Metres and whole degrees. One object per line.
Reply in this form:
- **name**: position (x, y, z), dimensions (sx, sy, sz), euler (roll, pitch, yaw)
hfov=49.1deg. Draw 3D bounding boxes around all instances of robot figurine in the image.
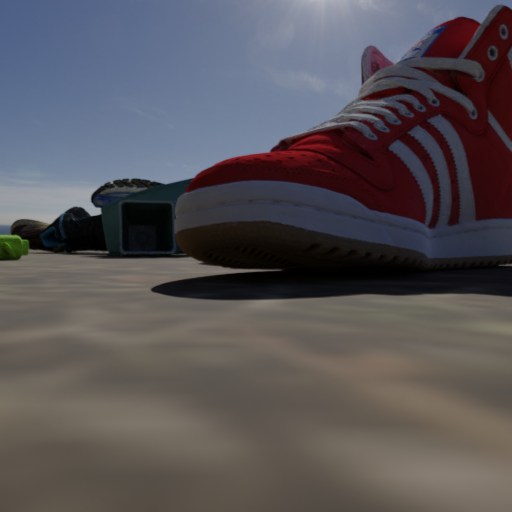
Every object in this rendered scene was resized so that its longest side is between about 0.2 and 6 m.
- **robot figurine**: position (-3.012, -0.092, 6.694), dimensions (0.530, 0.307, 0.465), euler (-1, 1, -44)

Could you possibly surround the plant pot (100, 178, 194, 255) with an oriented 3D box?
- **plant pot**: position (-1.789, -0.598, 10.177), dimensions (1.809, 1.278, 1.279), euler (-9, 1, -1)

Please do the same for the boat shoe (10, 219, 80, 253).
- **boat shoe**: position (-5.042, -0.385, 14.397), dimensions (2.384, 0.860, 0.858), euler (8, 28, -25)

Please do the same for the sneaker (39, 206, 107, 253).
- **sneaker**: position (-3.884, -0.408, 12.987), dimensions (2.909, 1.065, 1.191), euler (8, 36, 43)

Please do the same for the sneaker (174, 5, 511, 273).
- **sneaker**: position (0.868, -0.868, 3.804), dimensions (1.232, 1.944, 3.457), euler (1, 1, 42)

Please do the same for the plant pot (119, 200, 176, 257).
- **plant pot**: position (-1.782, -0.359, 8.936), dimensions (0.842, 0.844, 0.860), euler (0, -11, -18)

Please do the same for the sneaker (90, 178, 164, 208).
- **sneaker**: position (-2.152, -0.864, 13.257), dimensions (3.510, 1.565, 1.379), euler (12, 11, -16)
